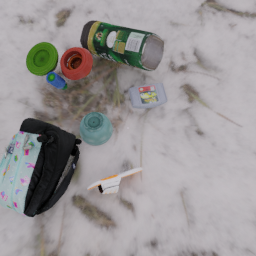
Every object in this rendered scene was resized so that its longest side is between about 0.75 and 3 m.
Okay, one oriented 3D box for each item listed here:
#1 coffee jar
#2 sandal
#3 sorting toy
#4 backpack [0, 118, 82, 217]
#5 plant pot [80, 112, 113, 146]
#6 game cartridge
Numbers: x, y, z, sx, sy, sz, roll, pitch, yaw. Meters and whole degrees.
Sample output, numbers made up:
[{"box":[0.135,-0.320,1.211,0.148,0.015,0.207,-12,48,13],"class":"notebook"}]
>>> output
[{"box":[-0.227,-2.470,8.318,2.405,1.254,1.026,24,103,31],"class":"coffee jar"},{"box":[-0.279,1.428,7.248,1.541,0.590,0.442,-17,79,-13],"class":"sandal"},{"box":[-1.958,-1.774,8.347,2.077,0.852,1.248,10,81,17],"class":"sorting toy"},{"box":[-2.268,0.986,6.890,1.407,1.855,2.222,16,82,22],"class":"backpack"},{"box":[-0.930,-0.062,7.884,0.963,0.645,0.963,0,66,1],"class":"plant pot"},{"box":[0.620,-0.968,8.545,1.096,0.224,0.729,-11,70,-5],"class":"game cartridge"}]
